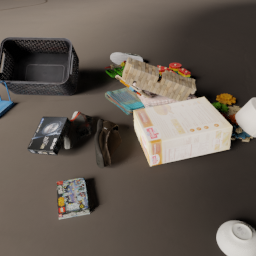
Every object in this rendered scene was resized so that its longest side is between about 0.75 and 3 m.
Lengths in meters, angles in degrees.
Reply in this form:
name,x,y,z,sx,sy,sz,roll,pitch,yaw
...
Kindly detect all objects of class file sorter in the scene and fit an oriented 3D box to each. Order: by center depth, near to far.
name,x,y,z,sx,sy,sz,roll,pitch,yaw
file sorter,-5.602,-1.169,10.543,1.862,1.142,1.292,8,35,11

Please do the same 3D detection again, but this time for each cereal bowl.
name,x,y,z,sx,sy,sz,roll,pitch,yaw
cereal bowl,2.392,2.340,5.997,0.909,0.378,0.909,0,35,0

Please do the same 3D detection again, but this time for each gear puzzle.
name,x,y,z,sx,sy,sz,roll,pitch,yaw
gear puzzle,3.714,-0.584,10.268,1.548,0.392,2.990,9,36,13

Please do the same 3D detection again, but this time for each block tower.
name,x,y,z,sx,sy,sz,roll,pitch,yaw
block tower,1.051,-1.602,9.574,2.452,0.709,0.662,16,42,-9

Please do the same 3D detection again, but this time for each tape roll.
name,x,y,z,sx,sy,sz,roll,pitch,yaw
tape roll,4.269,-0.348,9.264,1.131,0.777,1.131,18,43,-17

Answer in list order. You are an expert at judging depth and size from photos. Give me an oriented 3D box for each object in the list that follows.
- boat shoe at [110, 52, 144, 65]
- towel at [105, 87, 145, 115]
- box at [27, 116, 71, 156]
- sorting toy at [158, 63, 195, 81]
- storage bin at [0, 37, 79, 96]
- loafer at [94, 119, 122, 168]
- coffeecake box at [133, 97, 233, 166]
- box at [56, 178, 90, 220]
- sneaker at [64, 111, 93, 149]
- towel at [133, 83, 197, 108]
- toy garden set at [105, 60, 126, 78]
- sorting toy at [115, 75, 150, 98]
name,x,y,z,sx,sy,sz,roll,pitch,yaw
boat shoe,-0.062,-3.630,14.796,1.753,0.632,0.622,9,24,-5
towel,0.541,-1.362,11.608,2.507,0.272,1.838,-21,40,-28
box,-2.366,0.219,8.444,0.965,0.262,1.204,3,58,24
sorting toy,2.019,-2.511,13.038,1.642,0.571,1.632,-14,36,-19
storage bin,-3.614,-2.480,11.475,2.903,1.361,1.962,2,77,4
loafer,-0.583,0.364,8.547,0.784,0.802,2.197,-2,34,-2
coffeecake box,1.600,0.032,8.764,2.490,0.910,1.911,-11,35,-7
box,-1.395,1.736,7.032,0.748,0.218,1.092,-8,35,-12
sneaker,-1.573,0.023,9.195,0.760,0.716,1.857,9,35,2
towel,1.424,-1.458,11.329,2.119,0.342,2.024,-8,34,-10
toy garden set,-0.360,-2.858,13.828,1.591,0.318,1.327,-17,39,-23
sorting toy,0.252,-1.414,10.337,1.160,0.231,1.569,35,7,22
